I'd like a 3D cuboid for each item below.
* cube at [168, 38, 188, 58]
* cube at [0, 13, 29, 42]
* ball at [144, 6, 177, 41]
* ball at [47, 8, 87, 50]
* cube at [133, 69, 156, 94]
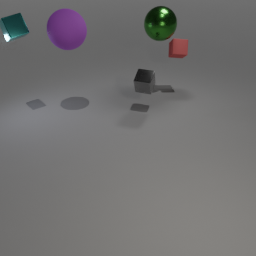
[{"bbox_3d":[2.284,-3.615,12.766,0.700,0.700,0.700,2,2,-8],"label":"cube"},{"bbox_3d":[-3.987,-3.502,9.776,0.700,0.700,0.700,-31,20,-26],"label":"cube"},{"bbox_3d":[1.374,-4.409,11.863,1.400,1.400,1.400,0,29,0],"label":"ball"},{"bbox_3d":[-2.174,-3.500,9.982,1.400,1.400,1.400,0,29,0],"label":"ball"},{"bbox_3d":[0.688,-1.900,11.471,0.700,0.700,0.700,11,59,16],"label":"cube"}]
